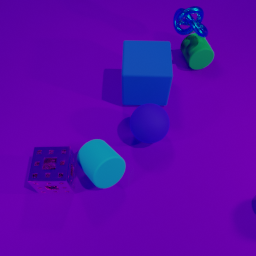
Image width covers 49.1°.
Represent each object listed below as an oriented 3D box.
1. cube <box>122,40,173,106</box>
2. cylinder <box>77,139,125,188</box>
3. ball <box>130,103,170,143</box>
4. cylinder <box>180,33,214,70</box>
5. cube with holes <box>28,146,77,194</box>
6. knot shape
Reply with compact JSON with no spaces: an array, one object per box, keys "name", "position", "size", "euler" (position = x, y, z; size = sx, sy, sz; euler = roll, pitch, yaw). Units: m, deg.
[{"name":"cube","position":[0.530,-1.622,8.398],"size":[1.383,1.383,1.383],"euler":[1,59,1]},{"name":"cylinder","position":[-0.681,0.887,7.047],"size":[0.914,0.914,0.914],"euler":[-32,42,-19]},{"name":"ball","position":[0.588,-0.124,7.607],"size":[1.086,1.086,1.086],"euler":[0,57,0]},{"name":"cylinder","position":[2.318,-2.584,9.447],"size":[0.879,0.879,0.879],"euler":[-11,55,-7]},{"name":"cube with holes","position":[-1.848,1.077,7.050],"size":[0.906,0.906,0.906],"euler":[-1,59,2]},{"name":"knot shape","position":[1.829,-3.241,8.570],"size":[1.177,1.258,0.581],"euler":[28,87,48]}]
